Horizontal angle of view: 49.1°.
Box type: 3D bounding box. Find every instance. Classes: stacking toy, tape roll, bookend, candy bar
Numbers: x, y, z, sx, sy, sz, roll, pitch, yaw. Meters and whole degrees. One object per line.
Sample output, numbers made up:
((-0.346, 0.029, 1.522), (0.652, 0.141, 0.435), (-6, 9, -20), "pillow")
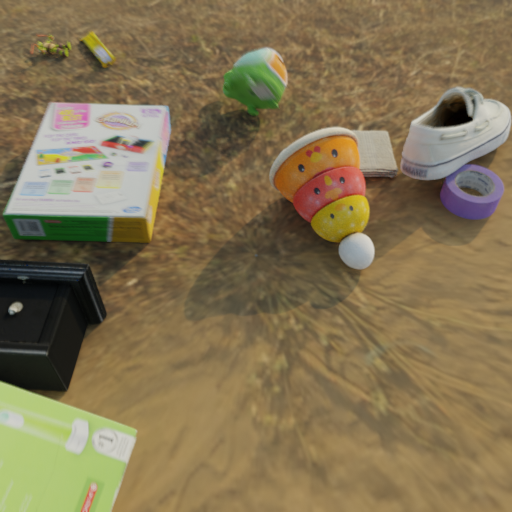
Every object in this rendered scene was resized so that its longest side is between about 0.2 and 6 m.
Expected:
((1.216, -0.731, 8.293), (1.481, 1.481, 2.027), (-19, 69, -15), "stacking toy")
((3.435, -1.024, 8.939), (0.892, 0.379, 0.892), (0, 51, 0), "tape roll")
((-3.313, 1.293, 6.516), (2.416, 1.120, 2.431), (3, 51, 3), "bookend")
((-3.377, -4.400, 11.890), (0.351, 0.156, 1.407), (-35, 56, -7), "candy bar")

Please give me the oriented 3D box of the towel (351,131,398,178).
((1.990, -1.770, 9.690), (0.764, 0.199, 1.153), (1, 50, -1), "towel")

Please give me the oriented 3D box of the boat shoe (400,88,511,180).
((3.407, -2.258, 9.304), (2.959, 1.033, 1.049), (-30, 43, -33), "boat shoe")

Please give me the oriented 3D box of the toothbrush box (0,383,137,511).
((-2.441, 2.124, 5.164), (2.170, 0.934, 1.580), (23, 46, -11), "toothbrush box")

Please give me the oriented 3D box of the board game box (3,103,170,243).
((-2.597, -1.442, 9.126), (2.111, 0.556, 2.760), (2, 50, 0), "board game box")

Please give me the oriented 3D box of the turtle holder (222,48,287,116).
((-0.005, -3.213, 10.313), (1.024, 1.348, 0.957), (28, 72, -17), "turtle holder")

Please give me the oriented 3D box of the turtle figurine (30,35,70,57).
((-4.331, -4.363, 11.796), (0.718, 0.287, 0.891), (8, 42, -3), "turtle figurine")
